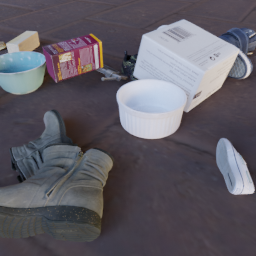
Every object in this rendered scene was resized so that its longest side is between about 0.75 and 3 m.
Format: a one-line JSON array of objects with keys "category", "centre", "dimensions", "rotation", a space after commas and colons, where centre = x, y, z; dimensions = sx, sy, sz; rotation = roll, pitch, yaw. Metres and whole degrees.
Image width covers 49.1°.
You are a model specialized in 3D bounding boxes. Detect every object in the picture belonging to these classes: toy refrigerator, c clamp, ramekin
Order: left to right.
[{"category": "toy refrigerator", "centre": [-4.239, -3.396, 11.367], "dimensions": [0.555, 0.602, 1.585], "rotation": [8, 38, 10]}, {"category": "c clamp", "centre": [-0.953, -1.985, 9.036], "dimensions": [2.216, 0.300, 1.893], "rotation": [31, 20, 28]}, {"category": "ramekin", "centre": [0.585, -0.493, 7.196], "dimensions": [1.745, 0.851, 1.745], "rotation": [0, 37, 0]}]

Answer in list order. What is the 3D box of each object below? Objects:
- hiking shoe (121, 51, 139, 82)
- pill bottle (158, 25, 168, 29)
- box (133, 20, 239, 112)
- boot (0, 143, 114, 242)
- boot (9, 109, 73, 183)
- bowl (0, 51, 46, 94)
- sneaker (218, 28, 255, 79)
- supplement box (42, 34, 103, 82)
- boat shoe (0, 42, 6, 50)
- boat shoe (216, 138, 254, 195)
[{"category": "hiking shoe", "centre": [0.318, -1.967, 9.212], "dimensions": [0.631, 0.839, 1.666], "rotation": [-26, 43, -31]}, {"category": "pill bottle", "centre": [1.513, -3.268, 10.778], "dimensions": [1.081, 1.081, 1.891], "rotation": [0, 36, 1]}, {"category": "box", "centre": [1.697, -1.939, 8.339], "dimensions": [2.152, 1.406, 2.140], "rotation": [38, 50, 22]}, {"category": "boot", "centre": [-1.612, 1.004, 5.019], "dimensions": [2.625, 0.889, 1.715], "rotation": [7, 44, -4]}, {"category": "boot", "centre": [-1.993, 0.326, 6.218], "dimensions": [1.321, 0.684, 2.022], "rotation": [-15, 41, -21]}, {"category": "bowl", "centre": [-3.365, -1.669, 8.759], "dimensions": [1.717, 0.898, 1.717], "rotation": [1, 36, 0]}, {"category": "sneaker", "centre": [4.035, -2.770, 10.065], "dimensions": [2.125, 1.118, 2.941], "rotation": [-13, 37, -13]}, {"category": "supplement box", "centre": [-1.570, -2.061, 8.181], "dimensions": [1.562, 0.862, 0.669], "rotation": [-24, 48, -24]}, {"category": "boat shoe", "centre": [-5.853, -3.440, 11.496], "dimensions": [1.549, 0.514, 0.573], "rotation": [-9, 37, -11]}, {"category": "boat shoe", "centre": [2.209, 0.807, 5.828], "dimensions": [0.464, 0.512, 1.391], "rotation": [11, 45, -8]}]
